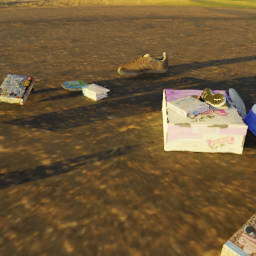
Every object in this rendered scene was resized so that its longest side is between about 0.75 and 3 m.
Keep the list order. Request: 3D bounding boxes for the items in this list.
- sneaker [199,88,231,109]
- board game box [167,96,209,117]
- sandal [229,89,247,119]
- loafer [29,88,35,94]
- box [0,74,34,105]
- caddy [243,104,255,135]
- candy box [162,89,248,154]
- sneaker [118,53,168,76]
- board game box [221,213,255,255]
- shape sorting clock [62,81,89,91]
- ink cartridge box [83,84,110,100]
[{"bbox_3d":[2.684,-0.865,8.747,0.532,0.496,1.341,28,10,-24],"label":"sneaker"},{"bbox_3d":[1.828,-0.669,8.576,0.902,0.186,0.900,-17,32,-25],"label":"board game box"},{"bbox_3d":[3.898,-0.788,10.348,0.570,0.943,2.318,-31,16,28],"label":"sandal"},{"bbox_3d":[-4.665,-1.643,12.137,1.168,0.368,0.420,-9,30,-15],"label":"loafer"},{"bbox_3d":[-4.686,-1.634,11.677,1.108,0.323,1.618,7,43,-3],"label":"box"},{"bbox_3d":[4.354,0.045,8.594,1.301,0.966,1.840,17,24,-17],"label":"caddy"},{"bbox_3d":[2.320,-0.327,9.167,2.274,0.970,2.711,2,29,4],"label":"candy box"},{"bbox_3d":[0.786,-3.377,14.559,2.694,1.017,0.949,-8,30,-14],"label":"sneaker"},{"bbox_3d":[2.473,2.236,4.922,1.381,0.669,1.101,-23,37,-36],"label":"board game box"},{"bbox_3d":[-2.349,-1.899,12.703,1.300,0.255,1.300,1,24,-1],"label":"shape sorting clock"},{"bbox_3d":[-1.332,-1.499,11.875,1.098,0.372,0.632,26,38,38],"label":"ink cartridge box"}]
